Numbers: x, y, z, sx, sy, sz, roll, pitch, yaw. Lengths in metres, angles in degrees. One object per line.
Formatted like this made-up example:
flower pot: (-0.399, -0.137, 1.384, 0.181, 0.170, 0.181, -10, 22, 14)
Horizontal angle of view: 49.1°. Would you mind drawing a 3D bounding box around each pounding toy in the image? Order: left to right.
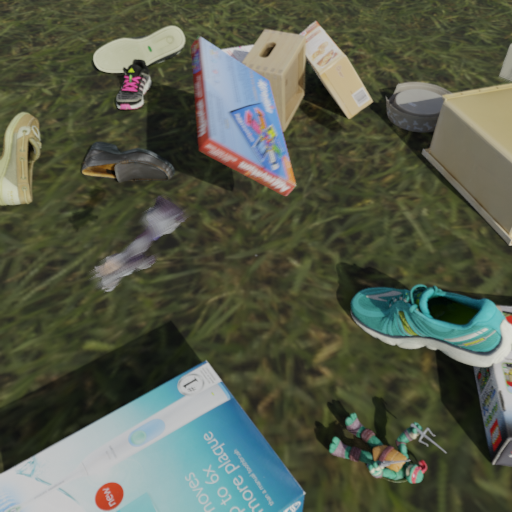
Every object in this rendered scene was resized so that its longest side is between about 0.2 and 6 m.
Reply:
pounding toy: (0.309, -4.122, 13.073, 1.422, 1.842, 2.000, 16, 55, 15)

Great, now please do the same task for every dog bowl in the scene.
dog bowl: (3.845, -3.487, 13.197, 1.649, 0.484, 1.649, 0, 44, 0)

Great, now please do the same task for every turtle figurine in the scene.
turtle figurine: (1.617, 2.482, 6.971, 1.281, 0.645, 0.959, 14, 28, 36)

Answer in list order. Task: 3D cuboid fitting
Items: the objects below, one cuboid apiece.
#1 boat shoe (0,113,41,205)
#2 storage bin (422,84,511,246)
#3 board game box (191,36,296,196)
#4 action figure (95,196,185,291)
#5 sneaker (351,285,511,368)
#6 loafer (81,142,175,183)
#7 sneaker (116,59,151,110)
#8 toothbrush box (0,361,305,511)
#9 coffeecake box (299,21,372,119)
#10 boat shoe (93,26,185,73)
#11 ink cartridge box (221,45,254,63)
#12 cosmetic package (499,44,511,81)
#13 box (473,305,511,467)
boat shoe: (-4.714, -1.987, 11.412, 0.778, 0.902, 2.472, 3, 47, -7)
storage bin: (5.547, -2.034, 11.042, 3.066, 1.447, 3.088, -12, 45, -13)
board game box: (-0.282, -2.439, 9.413, 1.649, 0.311, 3.203, 23, 38, -29)
action figure: (-1.061, -0.058, 5.027, 0.349, 1.007, 0.655, 40, 8, -4)
sneaker: (2.409, 0.761, 8.065, 2.515, 1.002, 0.975, 7, 53, 47)
loafer: (-2.598, -1.743, 11.338, 1.992, 0.725, 0.720, 11, 57, 22)
sneaker: (-3.042, -4.252, 13.761, 0.661, 0.784, 1.792, 6, 45, 6)
toothbrush box: (-1.197, 2.822, 6.212, 2.825, 1.205, 2.068, -26, 50, -22)
coffeecake box: (1.815, -4.439, 13.355, 0.717, 1.507, 1.963, -35, 45, 14)
boat shoe: (-3.145, -5.468, 15.163, 2.481, 0.891, 0.839, -21, 11, -11)
ink cartridge box: (-0.338, -5.080, 14.791, 1.589, 0.536, 0.926, -14, 46, -16)
cosmetic package: (3.768, -2.481, 7.441, 0.315, 0.467, 0.887, -27, 51, -31)
box: (5.144, 1.860, 7.541, 4.065, 0.706, 2.237, 5, 45, 6)
